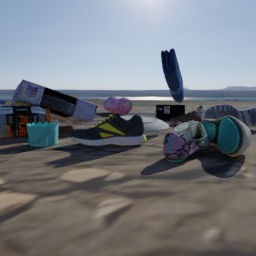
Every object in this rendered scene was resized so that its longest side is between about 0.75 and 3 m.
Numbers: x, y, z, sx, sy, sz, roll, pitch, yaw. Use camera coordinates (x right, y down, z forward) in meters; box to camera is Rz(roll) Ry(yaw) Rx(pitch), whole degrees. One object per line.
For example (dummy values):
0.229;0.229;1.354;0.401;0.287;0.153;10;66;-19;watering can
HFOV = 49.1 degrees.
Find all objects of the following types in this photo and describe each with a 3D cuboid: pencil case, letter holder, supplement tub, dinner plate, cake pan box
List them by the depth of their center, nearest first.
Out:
-3.365;-0.220;8.981;1.647;1.009;1.009;-4;8;-22;supplement tub
-2.862;-0.866;10.546;2.690;0.764;2.921;17;-9;-27;cake pan box
0.364;-0.242;11.313;2.583;0.313;2.583;1;11;0;dinner plate
2.234;-0.894;15.261;1.542;0.776;1.096;0;6;-1;letter holder
-0.725;-1.518;18.693;1.158;1.158;2.648;-3;9;-24;pencil case

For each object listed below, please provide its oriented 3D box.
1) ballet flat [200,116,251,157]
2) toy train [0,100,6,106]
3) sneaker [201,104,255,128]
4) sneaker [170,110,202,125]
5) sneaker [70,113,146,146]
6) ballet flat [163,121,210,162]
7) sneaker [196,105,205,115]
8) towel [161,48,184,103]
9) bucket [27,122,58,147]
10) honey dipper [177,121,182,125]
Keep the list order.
2.494;0.144;6.907;0.917;0.917;2.639;-1;8;-5;ballet flat
-5.821;-0.502;10.273;1.689;1.281;2.956;0;3;26;toy train
3.791;-0.255;10.545;2.724;1.018;1.117;3;-10;-25;sneaker
2.687;-0.441;12.080;1.764;0.666;0.621;4;8;23;sneaker
-0.536;0.012;7.712;2.075;0.878;0.773;0;7;-1;sneaker
1.422;0.228;6.535;0.730;0.751;2.111;5;8;33;ballet flat
4.873;-1.179;18.182;1.232;0.576;0.434;-7;10;-41;sneaker
1.662;-1.842;10.285;0.518;1.192;2.135;-7;-25;16;towel
-2.334;0.165;7.711;0.892;0.581;0.892;0;7;0;bucket
2.698;-0.133;11.244;0.343;0.343;1.806;-5;6;-36;honey dipper
